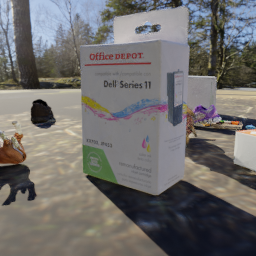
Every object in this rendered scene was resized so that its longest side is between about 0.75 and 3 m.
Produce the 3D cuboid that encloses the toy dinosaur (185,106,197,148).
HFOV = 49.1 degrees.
[{"bbox_3d":[1.320,-0.176,7.943,2.031,1.286,2.996,16,6,35],"label":"toy dinosaur"}]

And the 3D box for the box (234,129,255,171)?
[{"bbox_3d":[2.885,0.488,5.317,0.897,0.703,1.443,-4,11,-23],"label":"box"}]

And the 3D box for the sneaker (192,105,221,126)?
[{"bbox_3d":[2.542,-0.472,10.303,1.654,0.731,0.665,-9,9,29],"label":"sneaker"}]

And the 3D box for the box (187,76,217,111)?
[{"bbox_3d":[3.347,-1.648,14.016,1.892,1.883,1.621,2,10,10],"label":"box"}]

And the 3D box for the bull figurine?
[{"bbox_3d":[-2.912,0.343,5.566,1.710,1.038,0.557,3,33,-15],"label":"bull figurine"}]

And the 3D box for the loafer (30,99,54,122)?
[{"bbox_3d":[-3.752,-0.840,12.309,0.913,0.892,2.502,-2,10,-14],"label":"loafer"}]

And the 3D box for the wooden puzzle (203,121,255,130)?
[{"bbox_3d":[3.682,-0.161,10.445,1.841,0.215,1.242,3,11,16],"label":"wooden puzzle"}]

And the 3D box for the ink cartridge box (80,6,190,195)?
[{"bbox_3d":[0.072,-0.549,4.811,1.706,2.913,0.980,8,13,37],"label":"ink cartridge box"}]
